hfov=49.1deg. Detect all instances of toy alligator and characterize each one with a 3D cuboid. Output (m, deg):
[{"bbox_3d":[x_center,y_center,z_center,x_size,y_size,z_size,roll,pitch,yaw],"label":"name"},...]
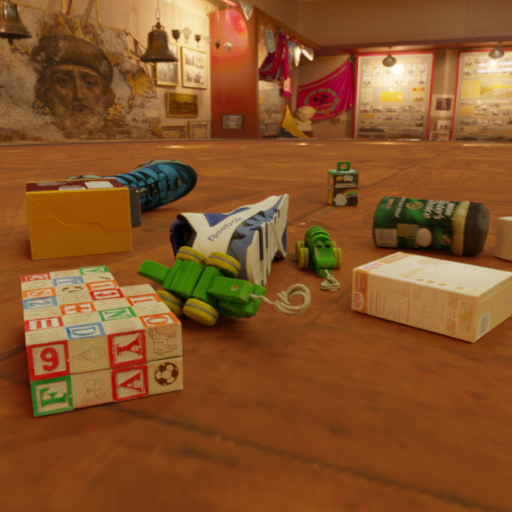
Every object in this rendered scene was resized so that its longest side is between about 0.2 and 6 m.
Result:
[{"bbox_3d":[-0.365,0.480,6.725,2.730,0.809,0.741,9,-24,39],"label":"toy alligator"},{"bbox_3d":[1.038,-0.066,8.967,0.673,0.615,2.268,-1,15,-3],"label":"toy alligator"}]

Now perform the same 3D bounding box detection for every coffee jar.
[{"bbox_3d":[3.182,-0.560,10.222,1.967,0.839,1.026,7,34,24],"label":"coffee jar"}]

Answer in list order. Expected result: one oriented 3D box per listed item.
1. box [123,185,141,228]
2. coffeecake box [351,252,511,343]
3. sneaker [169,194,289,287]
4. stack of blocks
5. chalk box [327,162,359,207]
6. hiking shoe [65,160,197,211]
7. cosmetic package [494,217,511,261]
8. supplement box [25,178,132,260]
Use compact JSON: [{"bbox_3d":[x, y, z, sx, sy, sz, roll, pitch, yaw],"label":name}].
[{"bbox_3d":[-3.011,-1.105,12.405,0.880,0.866,0.517,13,20,41],"label":"box"},{"bbox_3d":[2.205,0.453,7.040,1.603,0.586,1.231,13,20,41],"label":"coffeecake box"},{"bbox_3d":[-0.439,-0.371,9.067,1.665,1.165,2.883,6,17,14],"label":"sneaker"},{"bbox_3d":[-1.705,0.724,5.841,1.311,0.667,2.276,-6,15,-23],"label":"stack of blocks"},{"bbox_3d":[2.332,-1.964,15.106,0.728,1.167,0.723,-2,15,-6],"label":"chalk box"},{"bbox_3d":[-2.956,-1.466,13.585,3.384,1.259,1.467,-15,27,-18],"label":"hiking shoe"},{"bbox_3d":[4.662,-0.265,9.532,0.708,0.707,0.858,-6,17,-27],"label":"cosmetic package"},{"bbox_3d":[-3.366,-0.760,10.510,1.732,1.166,1.756,-6,16,-21],"label":"supplement box"}]
